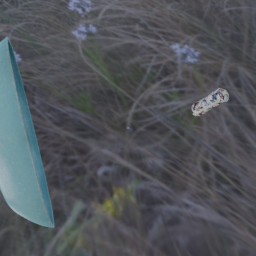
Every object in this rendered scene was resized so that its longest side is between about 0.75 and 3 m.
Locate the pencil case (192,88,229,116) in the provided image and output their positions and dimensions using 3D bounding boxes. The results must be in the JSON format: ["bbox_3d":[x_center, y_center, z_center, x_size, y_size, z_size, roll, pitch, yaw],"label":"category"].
[{"bbox_3d":[1.906,-0.582,6.571,0.345,0.887,0.397,50,47,-4],"label":"pencil case"}]

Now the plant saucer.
[{"bbox_3d":[-1.682,0.144,4.211,0.512,2.850,2.850,-13,55,-16],"label":"plant saucer"}]
